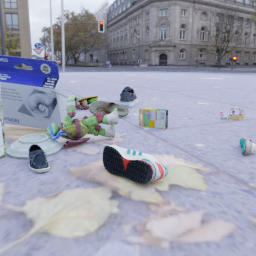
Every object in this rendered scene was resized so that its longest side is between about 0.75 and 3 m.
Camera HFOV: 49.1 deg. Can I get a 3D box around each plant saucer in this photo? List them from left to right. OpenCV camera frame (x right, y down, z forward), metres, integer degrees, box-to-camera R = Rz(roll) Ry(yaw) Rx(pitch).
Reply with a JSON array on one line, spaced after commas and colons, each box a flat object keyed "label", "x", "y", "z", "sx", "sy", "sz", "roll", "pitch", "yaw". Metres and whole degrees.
[{"label": "plant saucer", "x": -2.679, "y": 0.450, "z": 8.028, "sx": 1.525, "sy": 0.383, "sz": 1.525, "roll": 1, "pitch": 15, "yaw": 0}]

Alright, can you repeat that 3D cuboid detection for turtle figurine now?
[{"label": "turtle figurine", "x": -1.464, "y": -0.344, "z": 8.841, "sx": 2.096, "sy": 1.556, "sz": 2.162, "roll": 0, "pitch": 17, "yaw": -15}]

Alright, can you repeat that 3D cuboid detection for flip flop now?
[{"label": "flip flop", "x": -0.800, "y": -0.856, "z": 12.125, "sx": 1.742, "sy": 0.706, "sz": 0.501, "roll": 8, "pitch": -18, "yaw": -5}]

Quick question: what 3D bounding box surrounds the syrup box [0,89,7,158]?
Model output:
[{"label": "syrup box", "x": -3.924, "y": -0.502, "z": 6.917, "sx": 1.124, "sy": 2.760, "sz": 1.087, "roll": 4, "pitch": 15, "yaw": 17}]

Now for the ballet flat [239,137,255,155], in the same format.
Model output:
[{"label": "ballet flat", "x": 3.405, "y": 0.498, "z": 7.891, "sx": 0.389, "sy": 0.394, "sz": 1.157, "roll": 13, "pitch": 18, "yaw": 14}]

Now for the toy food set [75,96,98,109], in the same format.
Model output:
[{"label": "toy food set", "x": -2.184, "y": -1.227, "z": 14.482, "sx": 1.032, "sy": 0.573, "sz": 1.754, "roll": -20, "pitch": -1, "yaw": 35}]

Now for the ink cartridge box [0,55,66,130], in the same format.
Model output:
[{"label": "ink cartridge box", "x": -3.439, "y": -1.115, "z": 9.487, "sx": 2.540, "sy": 2.545, "sz": 0.517, "roll": 7, "pitch": 38, "yaw": 9}]

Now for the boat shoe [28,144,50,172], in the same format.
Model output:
[{"label": "boat shoe", "x": -2.210, "y": 0.736, "z": 6.848, "sx": 0.439, "sy": 0.366, "sz": 1.177, "roll": -7, "pitch": 23, "yaw": -26}]

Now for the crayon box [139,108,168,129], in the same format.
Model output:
[{"label": "crayon box", "x": 0.967, "y": -0.380, "z": 10.648, "sx": 1.100, "sy": 0.692, "sz": 0.284, "roll": 7, "pitch": 16, "yaw": 27}]

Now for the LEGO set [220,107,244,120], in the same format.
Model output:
[{"label": "LEGO set", "x": 4.710, "y": -0.683, "z": 12.129, "sx": 1.469, "sy": 0.547, "sz": 0.676, "roll": -8, "pitch": 16, "yaw": -29}]

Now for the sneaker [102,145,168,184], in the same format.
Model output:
[{"label": "sneaker", "x": 0.143, "y": 0.822, "z": 6.396, "sx": 0.814, "sy": 0.613, "sz": 1.741, "roll": 6, "pitch": 7, "yaw": -43}]

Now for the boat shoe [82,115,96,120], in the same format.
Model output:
[{"label": "boat shoe", "x": -1.599, "y": -0.242, "z": 10.567, "sx": 0.465, "sy": 0.464, "sz": 1.289, "roll": 9, "pitch": 17, "yaw": 33}]

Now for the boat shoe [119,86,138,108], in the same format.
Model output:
[{"label": "boat shoe", "x": -0.006, "y": -1.856, "z": 15.846, "sx": 1.031, "sy": 0.976, "sz": 2.947, "roll": 2, "pitch": 14, "yaw": 9}]
